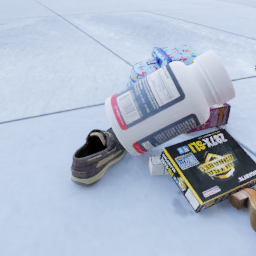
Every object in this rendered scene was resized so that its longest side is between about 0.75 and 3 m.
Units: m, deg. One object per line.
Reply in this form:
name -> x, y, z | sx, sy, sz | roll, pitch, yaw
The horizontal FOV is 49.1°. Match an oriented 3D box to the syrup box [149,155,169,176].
syrup box -> 0.928, 0.841, 6.433 | 0.845, 0.344, 0.333 | -2, 34, -7

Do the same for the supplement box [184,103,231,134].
supplement box -> 2.110, -0.427, 8.234 | 1.519, 0.651, 0.838 | -11, 32, -18

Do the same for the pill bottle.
pill bottle -> 0.983, -0.602, 6.595 | 2.696, 1.612, 1.612 | -27, 29, 13

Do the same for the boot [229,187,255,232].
boot -> 2.621, 1.546, 5.277 | 0.907, 0.448, 1.168 | -9, 25, -22

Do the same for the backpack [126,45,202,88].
backpack -> 1.162, -1.780, 9.549 | 2.466, 1.659, 2.252 | -3, 32, -3

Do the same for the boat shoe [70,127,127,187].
boat shoe -> -0.580, 0.449, 6.632 | 0.820, 0.807, 2.202 | 11, 33, 18

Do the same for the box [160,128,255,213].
box -> 1.784, 0.821, 6.005 | 1.781, 0.439, 1.422 | -15, 51, -24
